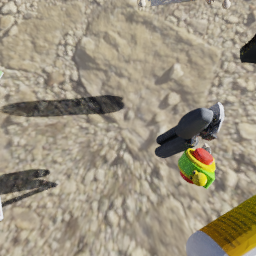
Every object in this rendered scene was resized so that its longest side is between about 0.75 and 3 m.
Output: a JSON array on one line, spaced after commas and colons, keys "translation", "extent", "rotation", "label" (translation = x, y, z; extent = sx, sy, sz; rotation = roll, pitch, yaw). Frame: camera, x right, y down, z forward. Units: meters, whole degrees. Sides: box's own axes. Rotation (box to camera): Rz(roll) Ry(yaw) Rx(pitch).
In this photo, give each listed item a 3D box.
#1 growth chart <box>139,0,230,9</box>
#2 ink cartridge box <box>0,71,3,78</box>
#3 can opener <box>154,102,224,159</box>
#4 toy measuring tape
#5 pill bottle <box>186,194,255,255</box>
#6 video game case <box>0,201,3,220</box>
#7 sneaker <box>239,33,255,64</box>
[{"translation": [1.123, -3.647, 6.273], "extent": [2.563, 1.855, 0.227], "rotation": [16, 24, 36], "label": "growth chart"}, {"translation": [-3.271, -0.966, 6.284], "extent": [0.464, 1.565, 0.813], "rotation": [34, 67, -27], "label": "ink cartridge box"}, {"translation": [0.997, 0.072, 5.448], "extent": [0.734, 2.195, 0.585], "rotation": [18, 66, -17], "label": "can opener"}, {"translation": [1.299, 0.572, 5.380], "extent": [0.667, 1.814, 0.667], "rotation": [4, 109, 12], "label": "toy measuring tape"}, {"translation": [1.624, 1.441, 3.016], "extent": [2.540, 1.388, 1.388], "rotation": [-27, 69, -11], "label": "pill bottle"}, {"translation": [-3.030, 1.140, 5.610], "extent": [0.127, 1.011, 1.413], "rotation": [-35, 55, 10], "label": "video game case"}, {"translation": [3.061, -2.057, 6.704], "extent": [0.747, 1.407, 0.526], "rotation": [8, 53, 28], "label": "sneaker"}]
